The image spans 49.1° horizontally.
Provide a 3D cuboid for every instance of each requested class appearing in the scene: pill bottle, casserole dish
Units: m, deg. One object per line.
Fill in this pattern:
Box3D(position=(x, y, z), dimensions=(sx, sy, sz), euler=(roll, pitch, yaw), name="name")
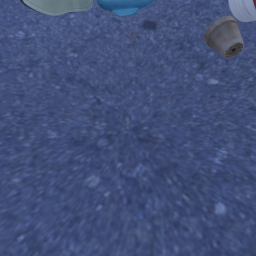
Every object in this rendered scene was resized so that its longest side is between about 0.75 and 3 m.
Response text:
Box3D(position=(3.313, -2.877, 5.570), dimensions=(1.411, 1.411, 2.515), euler=(-29, 20, -18), name="pill bottle")
Box3D(position=(-0.107, -3.565, 5.659), dimensions=(1.467, 0.470, 2.422), euler=(2, 99, 17), name="casserole dish")

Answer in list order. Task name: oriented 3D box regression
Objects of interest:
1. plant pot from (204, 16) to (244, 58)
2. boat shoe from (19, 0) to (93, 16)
Box3D(position=(2.552, -2.268, 7.247), dimensions=(0.909, 0.909, 0.789), euler=(-16, 62, -11), name="plant pot")
Box3D(position=(-1.379, -2.406, 5.240), dimensions=(0.507, 0.600, 1.682), euler=(11, 23, 33), name="boat shoe")
